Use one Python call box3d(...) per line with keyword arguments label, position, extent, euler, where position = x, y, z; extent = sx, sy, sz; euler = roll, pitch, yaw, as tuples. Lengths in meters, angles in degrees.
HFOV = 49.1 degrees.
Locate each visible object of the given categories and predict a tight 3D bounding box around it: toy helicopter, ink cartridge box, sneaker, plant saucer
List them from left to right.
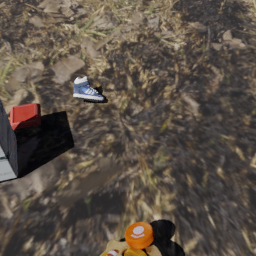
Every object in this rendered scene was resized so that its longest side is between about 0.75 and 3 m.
box3d(label="ink cartridge box", position=(-3.647, 0.178, 7.324), extent=(0.928, 2.235, 1.639), euler=(-12, 49, -12))
box3d(label="plant saucer", position=(-3.393, -0.436, 9.198), extent=(0.972, 0.178, 0.970), euler=(-11, 52, -8))
box3d(label="sneaker", position=(-1.288, -1.344, 9.405), extent=(1.074, 0.432, 0.786), euler=(7, 83, -19))
box3d(label="toy helicopter", position=(-0.561, 3.005, 5.681), extent=(2.653, 1.046, 1.754), euler=(-11, 20, 10))
